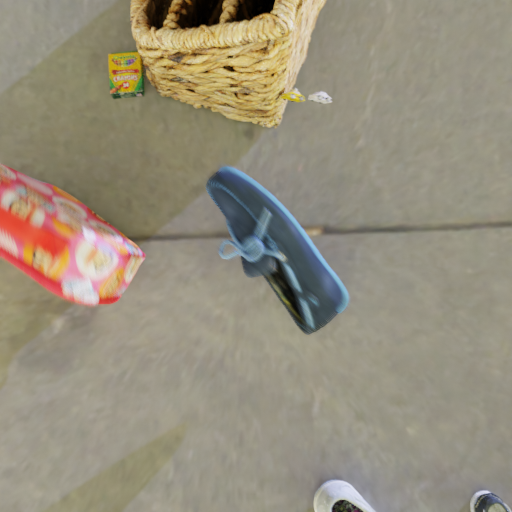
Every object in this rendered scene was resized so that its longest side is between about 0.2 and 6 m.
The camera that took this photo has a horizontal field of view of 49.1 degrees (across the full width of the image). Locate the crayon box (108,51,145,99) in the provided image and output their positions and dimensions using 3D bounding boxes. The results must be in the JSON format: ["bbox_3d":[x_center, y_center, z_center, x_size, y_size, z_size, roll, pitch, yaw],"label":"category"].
[{"bbox_3d":[-2.198,-3.113,9.467,0.549,0.220,0.865,-6,79,-1],"label":"crayon box"}]

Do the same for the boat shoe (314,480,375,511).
[{"bbox_3d":[1.746,4.323,7.632,0.928,0.948,2.661,-38,81,-7],"label":"boat shoe"}]

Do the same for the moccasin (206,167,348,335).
[{"bbox_3d":[0.227,-0.014,7.868,2.746,1.105,0.936,47,72,-9],"label":"moccasin"}]

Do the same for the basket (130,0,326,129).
[{"bbox_3d":[-0.315,-4.531,8.326,2.888,3.014,4.046,19,80,4],"label":"basket"}]

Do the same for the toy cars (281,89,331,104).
[{"bbox_3d":[0.759,-2.406,8.395,0.768,0.344,0.170,3,94,0],"label":"toy cars"}]

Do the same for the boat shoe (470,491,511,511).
[{"bbox_3d":[3.514,4.218,7.879,0.633,0.505,1.675,-22,80,-4],"label":"boat shoe"}]

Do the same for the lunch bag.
[{"bbox_3d":[-2.931,-0.350,7.680,2.598,2.288,1.064,33,90,4],"label":"lunch bag"}]
